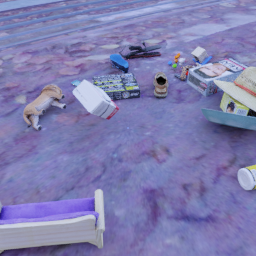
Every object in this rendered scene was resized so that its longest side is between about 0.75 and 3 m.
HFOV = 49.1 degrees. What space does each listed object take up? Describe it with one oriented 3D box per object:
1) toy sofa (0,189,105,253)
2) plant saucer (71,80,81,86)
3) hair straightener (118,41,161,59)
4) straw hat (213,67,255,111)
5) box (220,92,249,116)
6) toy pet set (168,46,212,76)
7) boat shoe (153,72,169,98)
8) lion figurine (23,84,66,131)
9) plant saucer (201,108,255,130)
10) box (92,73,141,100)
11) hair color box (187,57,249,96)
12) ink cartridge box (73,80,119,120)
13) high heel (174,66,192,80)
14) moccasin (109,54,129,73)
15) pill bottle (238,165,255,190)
[{"bbox_3d":[-1.923,2.121,6.607,2.724,1.329,1.128,-4,39,-4],"label":"toy sofa"},{"bbox_3d":[-2.124,-1.922,12.681,1.004,0.095,0.351,28,46,32],"label":"plant saucer"},{"bbox_3d":[0.647,-4.226,14.915,2.376,0.914,0.486,-7,39,-9],"label":"hair straightener"},{"bbox_3d":[4.645,-1.600,10.454,2.878,1.218,2.878,26,23,-12],"label":"straw hat"},{"bbox_3d":[3.897,-0.800,10.395,0.469,0.704,1.871,11,23,1],"label":"box"},{"bbox_3d":[3.205,-3.185,13.944,1.631,0.928,1.747,-43,42,3],"label":"toy pet set"},{"bbox_3d":[1.488,-2.053,12.355,0.706,0.689,1.867,1,38,1],"label":"boat shoe"},{"bbox_3d":[-3.321,-0.890,10.790,1.451,0.859,2.370,22,46,30],"label":"lion figurine"},{"bbox_3d":[3.664,-0.279,9.651,2.365,0.425,2.365,10,6,-1],"label":"plant saucer"},{"bbox_3d":[-0.551,-1.810,12.264,1.939,0.429,1.553,-7,39,-9],"label":"box"},{"bbox_3d":[4.118,-2.363,12.670,2.586,0.784,1.280,-20,43,-22],"label":"hair color box"},{"bbox_3d":[-1.044,-0.921,9.445,0.597,1.441,1.058,-45,72,9],"label":"ink cartridge box"},{"bbox_3d":[2.801,-2.598,13.260,1.038,0.371,0.740,-32,40,-12],"label":"high heel"},{"bbox_3d":[-0.488,-3.174,13.904,0.664,0.563,1.651,-20,41,-12],"label":"moccasin"},{"bbox_3d":[3.843,1.365,8.096,1.153,0.641,0.641,-11,40,-13],"label":"pill bottle"}]
